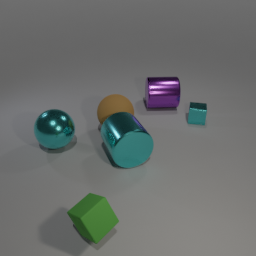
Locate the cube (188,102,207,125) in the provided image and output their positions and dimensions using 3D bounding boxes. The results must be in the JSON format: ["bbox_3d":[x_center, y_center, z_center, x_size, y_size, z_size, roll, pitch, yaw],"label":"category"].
[{"bbox_3d":[2.886,-0.603,11.667,0.700,0.700,0.700,6,31,11],"label":"cube"}]

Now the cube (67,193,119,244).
[{"bbox_3d":[-0.769,1.958,6.167,0.700,0.700,0.700,-37,18,-31],"label":"cube"}]

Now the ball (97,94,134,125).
[{"bbox_3d":[-0.464,-0.573,10.542,1.400,1.400,1.400,0,30,0],"label":"ball"}]

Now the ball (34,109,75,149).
[{"bbox_3d":[-2.552,0.037,9.759,1.400,1.400,1.400,0,30,0],"label":"ball"}]

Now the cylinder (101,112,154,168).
[{"bbox_3d":[-0.058,0.369,9.284,1.400,1.400,1.400,-11,32,-18],"label":"cylinder"}]

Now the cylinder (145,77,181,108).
[{"bbox_3d":[1.539,-1.606,12.671,1.400,1.400,1.400,-1,30,-2],"label":"cylinder"}]
